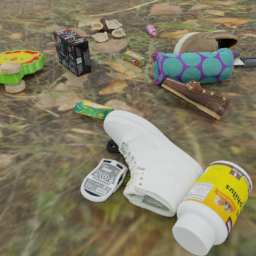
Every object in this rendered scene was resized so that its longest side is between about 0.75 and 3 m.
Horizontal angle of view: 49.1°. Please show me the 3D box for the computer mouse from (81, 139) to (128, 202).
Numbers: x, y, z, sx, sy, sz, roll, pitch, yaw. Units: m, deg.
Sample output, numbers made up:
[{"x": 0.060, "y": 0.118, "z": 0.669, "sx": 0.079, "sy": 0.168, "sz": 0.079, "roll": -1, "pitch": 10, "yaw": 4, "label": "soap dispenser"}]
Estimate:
[{"x": -0.423, "y": 1.035, "z": 6.459, "sx": 1.072, "sy": 0.429, "sz": 1.955, "roll": 22, "pitch": 40, "yaw": 16, "label": "computer mouse"}]

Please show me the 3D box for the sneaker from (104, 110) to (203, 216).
[{"x": 0.212, "y": 0.735, "z": 6.100, "sx": 2.627, "sy": 0.968, "sz": 1.518, "roll": 35, "pitch": 51, "yaw": 16, "label": "sneaker"}]

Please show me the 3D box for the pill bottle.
[{"x": 1.623, "y": 1.516, "z": 5.434, "sx": 0.986, "sy": 0.986, "sz": 1.805, "roll": 27, "pitch": 48, "yaw": 28, "label": "pill bottle"}]

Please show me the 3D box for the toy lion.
[{"x": -4.424, "y": -2.178, "z": 9.905, "sx": 2.673, "sy": 0.918, "sz": 2.562, "roll": -2, "pitch": 34, "yaw": -2, "label": "toy lion"}]

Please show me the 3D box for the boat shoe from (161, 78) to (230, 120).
[{"x": 1.999, "y": -1.026, "z": 8.340, "sx": 2.071, "sy": 0.728, "sz": 0.729, "roll": 33, "pitch": 10, "yaw": 21, "label": "boat shoe"}]

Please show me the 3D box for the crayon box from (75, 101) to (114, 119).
[{"x": -0.975, "y": -0.526, "z": 8.142, "sx": 0.973, "sy": 0.283, "sz": 0.578, "roll": 15, "pitch": 14, "yaw": 16, "label": "crayon box"}]

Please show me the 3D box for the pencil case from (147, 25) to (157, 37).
[{"x": 1.085, "y": -4.440, "z": 12.779, "sx": 0.343, "sy": 0.343, "sz": 0.777, "roll": -7, "pitch": 40, "yaw": -8, "label": "pencil case"}]

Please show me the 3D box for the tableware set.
[{"x": -0.934, "y": -4.411, "z": 12.619, "sx": 1.612, "sy": 0.187, "sz": 1.347, "roll": -16, "pitch": 58, "yaw": -16, "label": "tableware set"}]

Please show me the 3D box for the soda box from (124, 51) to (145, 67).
[{"x": 0.241, "y": -2.661, "z": 10.759, "sx": 0.273, "sy": 0.289, "sz": 0.854, "roll": -32, "pitch": 51, "yaw": -31, "label": "soda box"}]

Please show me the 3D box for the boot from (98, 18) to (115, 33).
[{"x": -1.019, "y": -4.846, "z": 13.308, "sx": 0.892, "sy": 0.388, "sz": 1.073, "roll": 20, "pitch": 42, "yaw": 4, "label": "boot"}]

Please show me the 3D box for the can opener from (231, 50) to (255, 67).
[{"x": 4.437, "y": -2.618, "z": 10.488, "sx": 1.732, "sy": 0.579, "sz": 0.462, "roll": -5, "pitch": 41, "yaw": -5, "label": "can opener"}]

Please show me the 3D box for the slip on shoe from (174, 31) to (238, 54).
[{"x": 2.996, "y": -3.053, "z": 10.632, "sx": 2.927, "sy": 1.113, "sz": 0.887, "roll": -20, "pitch": 34, "yaw": -32, "label": "slip on shoe"}]

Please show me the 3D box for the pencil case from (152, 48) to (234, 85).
[{"x": 2.162, "y": -2.089, "z": 9.499, "sx": 2.550, "sy": 1.085, "sz": 1.178, "roll": -4, "pitch": 58, "yaw": -6, "label": "pencil case"}]

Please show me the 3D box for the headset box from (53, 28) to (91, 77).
[{"x": -2.075, "y": -2.808, "z": 10.212, "sx": 0.642, "sy": 1.237, "sz": 1.662, "roll": -27, "pitch": 47, "yaw": -27, "label": "headset box"}]
